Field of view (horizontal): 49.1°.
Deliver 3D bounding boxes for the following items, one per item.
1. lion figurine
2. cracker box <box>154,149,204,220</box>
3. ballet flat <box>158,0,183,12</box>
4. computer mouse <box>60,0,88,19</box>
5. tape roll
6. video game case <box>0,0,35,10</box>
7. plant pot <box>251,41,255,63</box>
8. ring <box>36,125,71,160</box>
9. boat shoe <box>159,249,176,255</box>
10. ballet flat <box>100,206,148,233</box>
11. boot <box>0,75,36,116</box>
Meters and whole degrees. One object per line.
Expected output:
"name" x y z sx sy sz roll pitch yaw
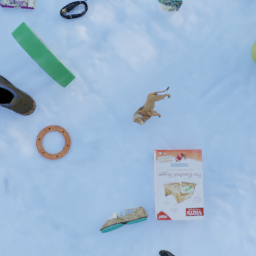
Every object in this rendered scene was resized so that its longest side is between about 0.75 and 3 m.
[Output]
"lion figurine" 0.739 -0.754 9.191 0.910 0.539 1.486 7 120 -22
"cracker box" 1.661 1.846 9.274 1.527 0.658 2.280 -1 85 0
"ballet flat" 1.396 -4.219 9.535 0.573 1.543 0.573 12 110 36
"computer mouse" -1.217 -4.904 10.004 2.971 0.506 0.871 -40 87 -3
"tape roll" -2.616 -2.275 8.849 0.541 2.252 2.252 -42 86 2
"video game case" -3.958 -4.882 10.142 1.214 0.217 1.100 4 85 0
"plant pot" 5.032 -2.767 9.148 1.958 1.800 1.958 0 85 0
"ring" -2.569 0.500 9.685 1.211 0.116 1.211 0 84 1
"boat shoe" 1.388 4.281 9.243 0.791 0.262 0.296 30 85 3
"ballet flat" -0.173 2.999 9.304 1.647 0.581 0.538 -15 59 -4
"boot" -4.508 -1.352 9.219 2.831 1.372 1.058 24 85 2
